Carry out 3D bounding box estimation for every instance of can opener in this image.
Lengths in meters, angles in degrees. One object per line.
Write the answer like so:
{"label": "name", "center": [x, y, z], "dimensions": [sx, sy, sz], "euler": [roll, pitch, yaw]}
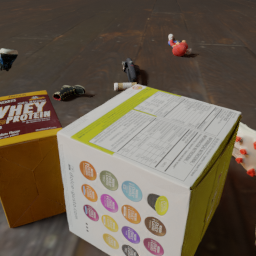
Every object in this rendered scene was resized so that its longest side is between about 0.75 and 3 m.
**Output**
{"label": "can opener", "center": [0.149, -2.360, 11.529], "dimensions": [0.781, 0.630, 1.988], "euler": [-1, 31, -3]}

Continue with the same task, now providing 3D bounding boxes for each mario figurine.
{"label": "mario figurine", "center": [2.685, -4.331, 14.448], "dimensions": [1.102, 0.946, 1.785], "euler": [-4, 30, -5]}

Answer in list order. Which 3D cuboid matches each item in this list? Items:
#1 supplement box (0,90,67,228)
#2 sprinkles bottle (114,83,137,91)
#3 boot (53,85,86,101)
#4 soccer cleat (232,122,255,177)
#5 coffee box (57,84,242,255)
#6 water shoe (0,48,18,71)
{"label": "supplement box", "center": [-1.990, 0.518, 5.670], "dimensions": [1.255, 1.865, 1.890], "euler": [-13, 34, -19]}
{"label": "sprinkles bottle", "center": [-0.087, -1.565, 10.562], "dimensions": [0.839, 0.286, 0.286], "euler": [-3, 32, -4]}
{"label": "boot", "center": [-2.086, -1.219, 9.942], "dimensions": [1.013, 0.366, 0.765], "euler": [8, 34, 23]}
{"label": "soccer cleat", "center": [2.775, 0.303, 6.892], "dimensions": [1.162, 1.038, 2.996], "euler": [-21, 34, -34]}
{"label": "coffee box", "center": [0.417, 0.814, 4.858], "dimensions": [2.170, 2.191, 2.194], "euler": [19, 36, 28]}
{"label": "water shoe", "center": [-2.753, -1.541, 6.446], "dimensions": [0.372, 0.410, 1.040], "euler": [0, 1, -28]}
